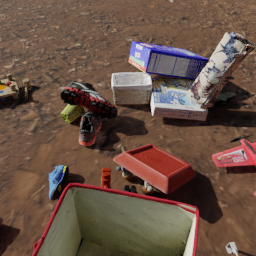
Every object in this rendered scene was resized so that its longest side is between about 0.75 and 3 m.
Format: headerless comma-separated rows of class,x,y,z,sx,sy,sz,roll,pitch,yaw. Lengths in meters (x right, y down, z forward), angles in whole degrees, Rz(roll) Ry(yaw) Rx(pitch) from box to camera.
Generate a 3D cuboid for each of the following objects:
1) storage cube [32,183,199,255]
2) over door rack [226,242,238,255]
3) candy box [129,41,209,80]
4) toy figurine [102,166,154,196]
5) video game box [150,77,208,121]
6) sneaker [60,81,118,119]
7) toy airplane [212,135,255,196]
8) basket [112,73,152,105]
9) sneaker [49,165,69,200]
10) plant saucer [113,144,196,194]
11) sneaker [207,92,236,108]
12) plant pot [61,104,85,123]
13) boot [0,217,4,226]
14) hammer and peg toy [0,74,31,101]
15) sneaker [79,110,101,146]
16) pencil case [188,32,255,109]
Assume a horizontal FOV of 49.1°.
storage cube,-0.232,3.024,5.304,2.977,2.676,2.544,7,40,10
over door rack,3.406,3.393,6.447,1.493,0.673,2.020,-6,39,-8
candy box,1.831,-3.228,13.368,2.975,1.146,2.515,5,23,-20
toy figurine,0.004,1.680,8.365,1.477,1.027,1.454,27,40,32
video game box,2.090,-1.319,12.125,2.221,0.571,2.437,6,40,-6
sneaker,-1.420,-1.170,11.067,2.341,0.828,1.144,23,45,-8
toy airplane,4.368,1.224,9.212,2.857,0.525,2.857,-5,40,4
basket,0.159,-1.735,12.462,1.724,1.064,1.169,-2,39,-1
sneaker,-2.271,1.702,8.736,0.526,0.442,1.342,1,37,7
plant saucer,0.924,1.119,8.838,2.043,0.376,2.047,28,21,30
sneaker,3.994,-1.192,12.250,0.799,0.460,1.533,33,54,27
plant pot,-2.301,-0.624,11.401,0.823,0.823,0.757,24,56,26
boot,-3.728,2.986,7.131,1.417,0.565,1.558,16,35,15
hammer and peg toy,-5.527,-1.868,12.878,2.091,0.737,1.538,-16,42,-19
sneaker,-1.455,-0.226,10.777,0.777,0.826,2.016,-1,39,-1
pencil case,3.538,-2.180,10.868,1.164,2.992,1.338,23,29,-11
